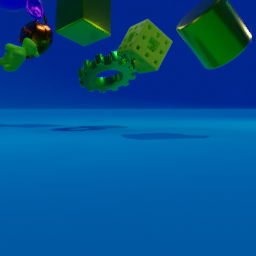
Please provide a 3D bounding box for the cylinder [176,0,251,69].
[{"bbox_3d":[1.867,-2.109,6.150,1.172,1.172,1.172,46,-14,-20],"label":"cylinder"}]

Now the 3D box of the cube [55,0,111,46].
[{"bbox_3d":[-1.523,-3.860,9.664,1.372,1.372,1.372,-7,-12,37],"label":"cube"}]

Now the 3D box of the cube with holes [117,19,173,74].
[{"bbox_3d":[0.499,-2.603,9.130,1.118,1.118,1.118,33,-11,-27],"label":"cube with holes"}]

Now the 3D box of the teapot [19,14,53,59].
[{"bbox_3d":[-3.349,-3.151,9.903,1.249,2.010,0.984,13,-11,38],"label":"teapot"}]

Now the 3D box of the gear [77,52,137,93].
[{"bbox_3d":[-0.617,-1.618,8.387,1.721,0.318,1.721,-11,-19,-4],"label":"gear"}]

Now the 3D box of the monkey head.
[{"bbox_3d":[-2.046,-2.687,5.085,1.673,1.008,1.203,34,46,16],"label":"monkey head"}]

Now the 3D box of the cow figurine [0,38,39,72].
[{"bbox_3d":[-3.458,-2.304,8.932,0.664,1.209,1.190,40,13,4],"label":"cow figurine"}]
